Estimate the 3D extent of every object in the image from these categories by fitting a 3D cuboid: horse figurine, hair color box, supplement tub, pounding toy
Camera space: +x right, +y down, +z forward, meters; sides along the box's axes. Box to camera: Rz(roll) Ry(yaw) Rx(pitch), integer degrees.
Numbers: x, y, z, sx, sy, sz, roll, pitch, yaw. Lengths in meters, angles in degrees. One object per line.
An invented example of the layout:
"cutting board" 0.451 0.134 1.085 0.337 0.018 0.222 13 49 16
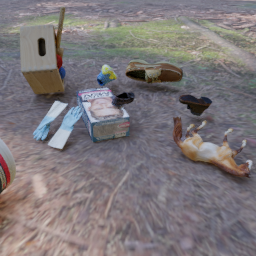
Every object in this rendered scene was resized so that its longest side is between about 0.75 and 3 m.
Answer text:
"horse figurine" 1.896 0.411 6.582 2.070 0.517 1.372 20 46 19
"hair color box" -0.762 -0.468 7.999 1.052 0.637 2.104 -10 33 -16
"supplement tub" -3.098 0.996 4.503 1.541 1.541 2.196 12 36 19
"pounding toy" -2.613 -2.498 9.232 1.469 1.903 2.067 -6 74 -6

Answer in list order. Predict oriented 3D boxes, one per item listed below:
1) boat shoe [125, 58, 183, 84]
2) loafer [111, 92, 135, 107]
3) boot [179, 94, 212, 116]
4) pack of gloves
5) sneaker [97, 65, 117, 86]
"boat shoe" 0.869 -1.894 9.975 2.100 0.795 0.776 12 52 24
"loafer" -0.085 -0.836 7.672 0.330 0.290 0.919 36 39 21
"boot" 1.819 -0.594 7.891 1.157 0.561 0.432 3 40 -29
"pack of gloves" -1.848 -0.167 7.247 1.092 0.256 1.299 13 61 27
"sneaker" -0.793 -1.778 9.836 0.497 0.689 1.311 40 2 10
